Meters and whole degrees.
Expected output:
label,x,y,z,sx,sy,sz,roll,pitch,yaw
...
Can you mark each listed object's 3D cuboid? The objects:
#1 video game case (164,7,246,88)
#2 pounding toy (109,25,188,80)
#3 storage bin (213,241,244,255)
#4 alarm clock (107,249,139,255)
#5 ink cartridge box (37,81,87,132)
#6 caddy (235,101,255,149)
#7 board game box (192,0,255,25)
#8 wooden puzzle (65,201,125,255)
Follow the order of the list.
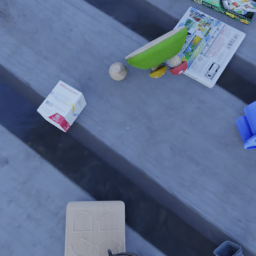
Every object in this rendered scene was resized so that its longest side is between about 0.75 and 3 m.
label,x,y,z,sx,sy,sz,roll,pitch,yaw
video game case,2.639,-2.995,10.210,2.344,0.283,2.572,32,75,11
pounding toy,0.864,-2.085,9.144,2.777,2.143,1.289,-31,105,-3
storage bin,2.832,3.604,7.617,0.679,0.933,0.626,-34,83,-11
alarm clock,-0.170,3.662,6.564,1.465,2.172,0.723,-17,101,-14
ink cartridge box,-2.090,-0.690,9.053,0.903,0.899,1.243,32,77,11
caddy,4.578,-0.134,8.423,2.552,1.804,1.340,-17,67,-5
board game box,3.834,-5.022,10.928,2.435,0.286,1.276,29,76,10
wooden puzzle,-0.925,3.026,8.010,1.672,0.418,1.805,0,69,-4
